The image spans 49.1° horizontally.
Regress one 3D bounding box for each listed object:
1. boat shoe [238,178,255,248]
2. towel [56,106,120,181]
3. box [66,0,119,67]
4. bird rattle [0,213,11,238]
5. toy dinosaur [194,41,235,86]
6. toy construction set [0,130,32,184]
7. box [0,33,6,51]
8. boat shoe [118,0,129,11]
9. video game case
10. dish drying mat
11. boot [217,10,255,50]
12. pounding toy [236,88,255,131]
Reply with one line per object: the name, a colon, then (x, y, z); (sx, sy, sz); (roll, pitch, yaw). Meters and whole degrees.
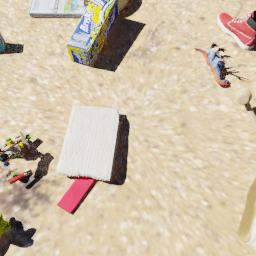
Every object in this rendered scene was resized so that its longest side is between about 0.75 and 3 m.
boat shoe: (3.104, 1.762, 6.296); (0.682, 0.727, 1.972); (31, 68, 2)
towel: (-0.979, 0.334, 7.324); (1.389, 0.361, 2.097); (6, 58, 4)
box: (-1.056, -3.167, 8.858); (0.763, 0.831, 2.372); (19, 69, 9)
bird rattle: (-3.434, 2.528, 6.081); (1.327, 0.917, 1.627); (24, 77, 25)
toy dinosaur: (2.718, -1.886, 8.594); (0.760, 1.448, 1.314); (22, 77, -38)
toy construction set: (-2.760, 0.604, 6.969); (0.989, 1.074, 1.288); (-28, 85, -27)
box: (-4.838, -2.757, 8.838); (1.656, 0.681, 0.407); (-5, 62, -2)
boat shoe: (-0.293, -4.944, 10.142); (0.780, 0.673, 2.139); (16, 68, -12)
video game case: (-2.119, -4.731, 10.167); (2.612, 0.232, 1.869); (0, 61, 0)
dish drying mat: (-1.233, 1.526, 6.844); (0.423, 0.100, 1.102); (29, 66, 15)
boot: (3.597, -3.459, 8.934); (0.596, 1.188, 1.647); (-28, 64, -14)
pounding toy: (4.219, -0.477, 7.588); (2.852, 1.636, 1.630); (27, 36, 4)
